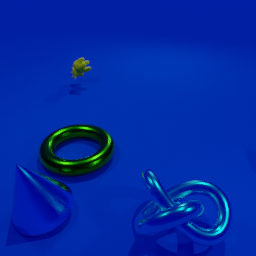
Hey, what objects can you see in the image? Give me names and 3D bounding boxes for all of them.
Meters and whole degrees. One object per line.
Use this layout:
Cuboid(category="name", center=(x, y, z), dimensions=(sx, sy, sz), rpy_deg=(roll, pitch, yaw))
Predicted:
Cuboid(category="cow figurine", center=(-1.981, -2.367, 11.180), dimensions=(0.972, 0.542, 0.988), rpy_deg=(-20, -10, 16))
Cuboid(category="knot shape", center=(0.888, 1.445, 5.491), dimensions=(1.967, 0.909, 1.841), rpy_deg=(4, 16, -28))
Cuboid(category="ring", center=(-1.386, 0.537, 7.656), dimensions=(2.069, 0.414, 2.069), rpy_deg=(-1, 33, 1))
Cuboid(category="cone", center=(-1.946, 1.182, 5.608), dimensions=(1.358, 1.363, 1.358), rpy_deg=(-7, 40, 6))
